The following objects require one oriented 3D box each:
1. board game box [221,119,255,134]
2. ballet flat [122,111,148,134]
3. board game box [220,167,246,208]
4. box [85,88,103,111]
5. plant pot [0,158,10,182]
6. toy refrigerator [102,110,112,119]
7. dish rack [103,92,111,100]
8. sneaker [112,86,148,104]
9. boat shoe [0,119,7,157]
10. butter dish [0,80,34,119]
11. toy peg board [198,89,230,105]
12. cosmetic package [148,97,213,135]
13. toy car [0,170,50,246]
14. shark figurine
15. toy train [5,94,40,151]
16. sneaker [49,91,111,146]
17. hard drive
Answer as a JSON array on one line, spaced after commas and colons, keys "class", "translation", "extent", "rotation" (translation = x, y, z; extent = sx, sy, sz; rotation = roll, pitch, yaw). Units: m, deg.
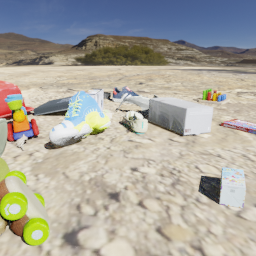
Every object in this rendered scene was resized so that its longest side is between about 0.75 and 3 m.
[{"class": "board game box", "translation": [4.433, -0.034, 10.216], "extent": [0.921, 0.174, 1.789], "rotation": [-11, 19, -36]}, {"class": "ballet flat", "translation": [0.244, -0.314, 10.354], "extent": [0.666, 0.666, 1.918], "rotation": [-6, 17, -19]}, {"class": "board game box", "translation": [2.052, 1.153, 5.526], "extent": [0.435, 0.427, 0.829], "rotation": [5, 17, 18]}, {"class": "box", "translation": [-1.503, -1.055, 12.144], "extent": [0.573, 1.112, 1.907], "rotation": [4, 15, 4]}, {"class": "plant pot", "translation": [-2.938, 0.960, 4.448], "extent": [1.738, 1.738, 1.858], "rotation": [12, 5, 37]}, {"class": "toy refrigerator", "translation": [-0.912, -0.609, 12.073], "extent": [0.285, 0.263, 0.751], "rotation": [-4, 17, -15]}, {"class": "dish rack", "translation": [-1.688, -1.827, 16.219], "extent": [1.028, 0.366, 1.340], "rotation": [8, 18, 29]}, {"class": "sneaker", "translation": [0.110, -1.817, 15.173], "extent": [2.140, 0.904, 0.802], "rotation": [7, 17, 20]}, {"class": "boat shoe", "translation": [-3.713, 0.439, 6.909], "extent": [0.883, 1.045, 2.933], "rotation": [2, 18, -9]}, {"class": "butter dish", "translation": [-5.751, -1.407, 11.788], "extent": [2.640, 1.951, 2.633], "rotation": [8, 17, 28]}, {"class": "toy peg board", "translation": [4.764, -1.759, 15.435], "extent": [1.323, 0.650, 1.329], "rotation": [11, 20, 35]}, {"class": "cosmetic package", "translation": [1.855, -0.493, 10.320], "extent": [1.238, 1.045, 2.317], "rotation": [-5, 14, -30]}, {"class": "toy car", "translation": [-1.968, 1.445, 4.218], "extent": [1.305, 1.030, 1.072], "rotation": [-34, 21, -11]}, {"class": "shark figurine", "translation": [0.545, -0.919, 12.293], "extent": [2.373, 0.990, 1.418], "rotation": [13, -15, 16]}, {"class": "toy train", "translation": [-3.400, -0.281, 8.766], "extent": [0.970, 1.326, 2.292], "rotation": [-15, 19, -18]}, {"class": "sneaker", "translation": [-1.660, -0.363, 8.725], "extent": [1.052, 1.459, 2.778], "rotation": [-30, -5, 23]}, {"class": "hard drive", "translation": [-2.941, -1.071, 12.506], "extent": [2.127, 0.350, 1.484], "rotation": [-8, 19, 18]}]
